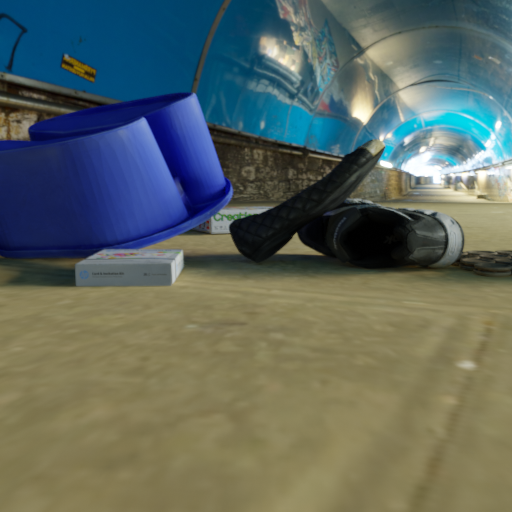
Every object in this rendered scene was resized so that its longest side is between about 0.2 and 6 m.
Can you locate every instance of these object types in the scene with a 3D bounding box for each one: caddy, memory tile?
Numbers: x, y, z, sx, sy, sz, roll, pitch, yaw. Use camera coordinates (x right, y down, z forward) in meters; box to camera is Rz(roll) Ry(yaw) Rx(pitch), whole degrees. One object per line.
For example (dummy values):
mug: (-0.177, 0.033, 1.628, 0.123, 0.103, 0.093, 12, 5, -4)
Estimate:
caddy: (-2.878, -1.264, 10.509, 4.958, 2.602, 3.505, 0, 27, 29)
memory tile: (3.894, 0.108, 8.884, 1.575, 0.172, 2.054, 0, 8, -2)

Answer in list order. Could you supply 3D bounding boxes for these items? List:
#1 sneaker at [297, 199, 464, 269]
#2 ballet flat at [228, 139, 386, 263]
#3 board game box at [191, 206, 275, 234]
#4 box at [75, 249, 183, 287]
sneaker: (1.627, -0.404, 9.287, 1.473, 1.082, 3.256, -2, 9, -39)
ballet flat: (0.875, -1.048, 9.331, 3.034, 0.862, 1.008, -37, -15, -2)
board game box: (0.111, -1.101, 16.420, 3.892, 0.673, 2.457, -3, 7, -23)
box: (-1.724, 0.146, 7.955, 1.250, 0.330, 1.604, 0, 6, -2)
